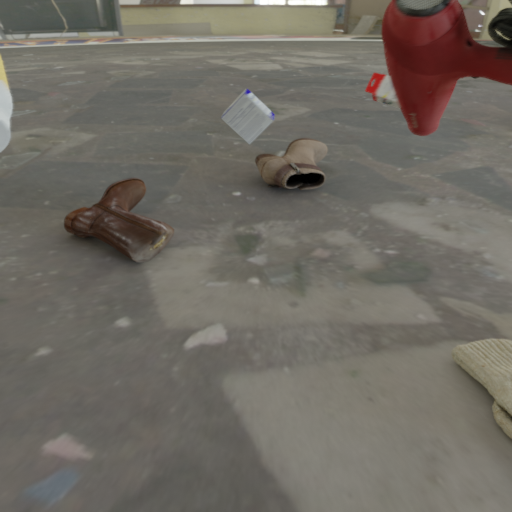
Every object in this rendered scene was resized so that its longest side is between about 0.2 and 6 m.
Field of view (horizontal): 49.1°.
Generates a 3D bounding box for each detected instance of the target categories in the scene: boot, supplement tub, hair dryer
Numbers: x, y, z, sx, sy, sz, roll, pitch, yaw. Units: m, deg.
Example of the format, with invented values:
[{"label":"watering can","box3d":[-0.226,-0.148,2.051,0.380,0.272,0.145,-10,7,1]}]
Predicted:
[{"label":"boot","box3d":[-2.095,-0.682,10.102,2.110,0.678,1.967,16,44,35]},{"label":"supplement tub","box3d":[-2.557,-1.487,4.611,0.919,0.919,1.265,-12,71,-23]},{"label":"hair dryer","box3d":[2.942,-2.411,7.202,1.059,2.968,3.897,-50,10,-14]},{"label":"boot","box3d":[1.076,-2.027,12.806,2.208,0.775,1.614,-17,34,-23]}]

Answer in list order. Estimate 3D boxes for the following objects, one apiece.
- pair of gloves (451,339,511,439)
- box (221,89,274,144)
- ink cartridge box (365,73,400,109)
[{"label":"pair of gloves","box3d":[3.911,1.481,6.028,2.824,0.495,2.401,-2,27,-6]},{"label":"box","box3d":[-0.158,-2.769,11.124,0.783,0.720,0.411,41,28,-17]},{"label":"ink cartridge box","box3d":[2.962,-3.690,12.508,0.915,0.531,0.308,25,-5,20]}]
